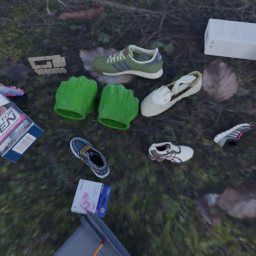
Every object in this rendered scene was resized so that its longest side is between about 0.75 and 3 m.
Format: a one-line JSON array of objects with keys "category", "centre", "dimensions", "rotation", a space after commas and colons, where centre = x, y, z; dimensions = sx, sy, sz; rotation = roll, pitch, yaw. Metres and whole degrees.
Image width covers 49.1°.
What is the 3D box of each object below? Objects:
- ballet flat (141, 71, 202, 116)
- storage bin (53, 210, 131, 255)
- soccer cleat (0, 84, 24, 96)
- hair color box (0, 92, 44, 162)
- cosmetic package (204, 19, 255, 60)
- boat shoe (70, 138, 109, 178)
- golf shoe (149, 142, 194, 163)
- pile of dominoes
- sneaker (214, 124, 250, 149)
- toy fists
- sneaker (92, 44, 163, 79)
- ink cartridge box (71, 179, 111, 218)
[{"category": "ballet flat", "centre": [1.560, -1.350, 10.239], "dimensions": [2.692, 0.839, 0.908], "rotation": [-30, 64, -16]}, {"category": "storage bin", "centre": [-0.774, 3.625, 6.914], "dimensions": [1.714, 1.857, 2.552], "rotation": [-42, 68, -10]}, {"category": "soccer cleat", "centre": [-4.502, -1.356, 10.559], "dimensions": [1.212, 0.404, 0.464], "rotation": [14, 88, 4]}, {"category": "hair color box", "centre": [-4.380, -0.318, 9.454], "dimensions": [2.856, 0.864, 1.428], "rotation": [37, 80, 20]}, {"category": "cosmetic package", "centre": [4.487, -3.638, 11.547], "dimensions": [2.474, 0.882, 1.255], "rotation": [8, 60, 5]}, {"category": "boat shoe", "centre": [-1.253, 0.790, 9.007], "dimensions": [0.622, 0.798, 1.759], "rotation": [-40, 67, -21]}, {"category": "golf shoe", "centre": [1.432, 0.779, 9.110], "dimensions": [1.514, 0.667, 0.585], "rotation": [-1, 59, -2]}, {"category": "pile of dominoes", "centre": [-3.058, -2.470, 10.803], "dimensions": [1.273, 0.992, 0.203], "rotation": [-5, 63, -3]}, {"category": "sneaker", "centre": [3.615, 0.319, 9.483], "dimensions": [1.327, 0.489, 0.580], "rotation": [-24, 63, -9]}, {"category": "toy fists", "centre": [-1.088, -0.929, 9.931], "dimensions": [2.951, 1.015, 1.504], "rotation": [12, 68, 6]}, {"category": "sneaker", "centre": [-0.044, -2.684, 10.700], "dimensions": [2.822, 1.267, 0.946], "rotation": [8, 58, 9]}, {"category": "ink cartridge box", "centre": [-1.110, 2.141, 8.564], "dimensions": [1.011, 0.219, 0.993], "rotation": [8, 60, 6]}]
